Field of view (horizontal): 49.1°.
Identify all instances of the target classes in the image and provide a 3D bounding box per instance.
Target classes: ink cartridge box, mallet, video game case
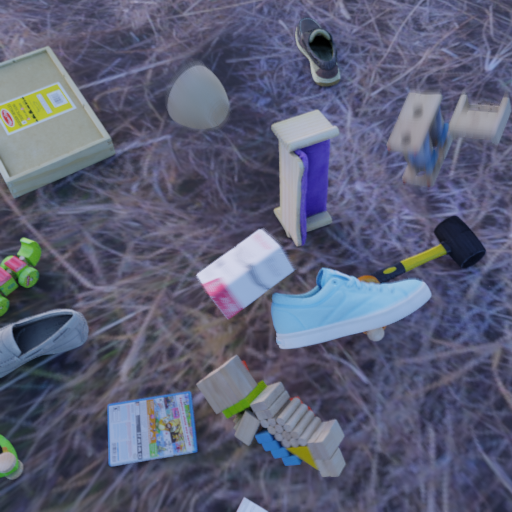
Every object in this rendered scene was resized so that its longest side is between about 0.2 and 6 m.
[{"bbox_3d":[-0.195,0.281,9.427,1.371,0.578,0.992,-36,28,-4],"label":"ink cartridge box"},{"bbox_3d":[2.894,0.057,10.980,3.082,0.634,1.015,-17,59,-6],"label":"mallet"},{"bbox_3d":[0.004,4.422,8.241,1.093,0.277,1.241,25,60,15],"label":"ink cartridge box"},{"bbox_3d":[-1.744,2.872,9.351,1.418,0.126,1.015,-8,57,-5],"label":"video game case"}]

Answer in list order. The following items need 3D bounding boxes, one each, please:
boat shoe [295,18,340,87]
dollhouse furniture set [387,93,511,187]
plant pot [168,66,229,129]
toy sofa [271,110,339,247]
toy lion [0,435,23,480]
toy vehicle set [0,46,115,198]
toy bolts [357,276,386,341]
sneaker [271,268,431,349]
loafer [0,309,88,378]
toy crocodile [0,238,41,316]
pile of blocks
[{"bbox_3d":[1.621,-5.422,14.350,0.892,0.820,2.496,-9,57,-6],"label":"boat shoe"},{"bbox_3d":[3.613,-2.067,10.383,1.808,1.274,1.267,16,74,36],"label":"dollhouse furniture set"},{"bbox_3d":[-0.916,-2.696,9.946,0.732,1.091,1.091,37,64,20],"label":"plant pot"},{"bbox_3d":[1.002,-1.405,10.765,1.018,2.457,1.199,-21,52,-13],"label":"toy sofa"},{"bbox_3d":[-4.565,3.313,8.942,1.277,0.438,1.224,-34,55,-20],"label":"toy lion"},{"bbox_3d":[-5.232,-3.286,13.132,2.417,0.516,3.890,-27,61,-17],"label":"toy vehicle set"},{"bbox_3d":[1.775,1.017,10.016,1.153,1.102,0.800,-5,42,1],"label":"toy bolts"},{"bbox_3d":[1.566,0.677,9.394,2.752,1.017,1.127,-16,95,-8],"label":"sneaker"},{"bbox_3d":[-4.220,1.511,9.795,2.464,0.860,0.862,-21,59,-13],"label":"loafer"},{"bbox_3d":[-4.825,0.525,10.588,0.678,0.620,2.009,29,62,17],"label":"toy crocodile"},{"bbox_3d":[0.315,2.607,9.180,2.653,1.089,0.824,34,32,16],"label":"pile of blocks"}]
